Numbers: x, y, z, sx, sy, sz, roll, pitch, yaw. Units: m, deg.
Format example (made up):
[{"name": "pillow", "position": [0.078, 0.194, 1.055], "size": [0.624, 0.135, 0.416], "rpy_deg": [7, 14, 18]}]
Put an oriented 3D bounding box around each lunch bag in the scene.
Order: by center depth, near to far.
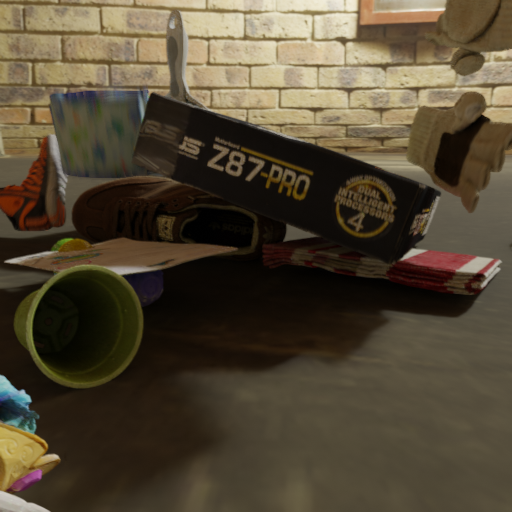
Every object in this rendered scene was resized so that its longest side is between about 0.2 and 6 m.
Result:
[{"name": "lunch bag", "position": [-2.629, -2.089, 9.600], "size": [1.643, 1.397, 1.047], "rpy_deg": [-2, 22, 1]}]

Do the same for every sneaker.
[{"name": "sneaker", "position": [-1.228, -0.559, 7.922], "size": [3.275, 1.154, 1.237], "rpy_deg": [3, 6, 9]}, {"name": "sneaker", "position": [-4.002, -1.310, 9.896], "size": [1.127, 0.780, 2.011], "rpy_deg": [-9, 56, -1]}]

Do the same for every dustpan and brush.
[{"name": "dustpan and brush", "position": [-1.295, -2.365, 10.034], "size": [2.547, 3.650, 1.045], "rpy_deg": [11, 13, 27]}]

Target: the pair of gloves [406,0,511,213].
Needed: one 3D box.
[{"name": "pair of gloves", "position": [2.456, -2.062, 6.545], "size": [0.470, 2.681, 2.279], "rpy_deg": [3, 27, -12]}]

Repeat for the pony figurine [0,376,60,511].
[{"name": "pony figurine", "position": [-2.119, 0.673, 1.643], "size": [2.586, 2.230, 2.678], "rpy_deg": [34, 15, 5]}]

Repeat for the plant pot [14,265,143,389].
[{"name": "plant pot", "position": [-1.475, 0.523, 4.363], "size": [0.887, 0.887, 0.842], "rpy_deg": [-11, 5, -40]}]

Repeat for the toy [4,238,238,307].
[{"name": "toy", "position": [-1.542, 0.207, 5.986], "size": [1.537, 0.630, 2.670], "rpy_deg": [-14, 14, -36]}]

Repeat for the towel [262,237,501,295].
[{"name": "towel", "position": [1.632, 0.072, 7.188], "size": [2.645, 0.301, 1.905], "rpy_deg": [8, 10, 28]}]

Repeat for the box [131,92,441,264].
[{"name": "box", "position": [0.762, -1.031, 7.640], "size": [3.215, 0.979, 3.989], "rpy_deg": [22, 13, 18]}]
